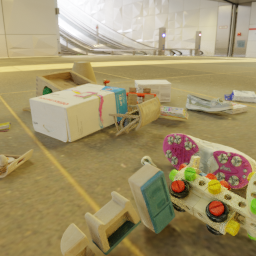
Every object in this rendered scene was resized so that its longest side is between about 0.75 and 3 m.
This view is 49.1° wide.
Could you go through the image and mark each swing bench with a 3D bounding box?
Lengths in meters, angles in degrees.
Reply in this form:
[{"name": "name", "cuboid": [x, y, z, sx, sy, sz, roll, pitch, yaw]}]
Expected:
[{"name": "swing bench", "cuboid": [0.327, -0.420, 9.846, 1.379, 0.894, 1.371, -14, 8, 38]}]

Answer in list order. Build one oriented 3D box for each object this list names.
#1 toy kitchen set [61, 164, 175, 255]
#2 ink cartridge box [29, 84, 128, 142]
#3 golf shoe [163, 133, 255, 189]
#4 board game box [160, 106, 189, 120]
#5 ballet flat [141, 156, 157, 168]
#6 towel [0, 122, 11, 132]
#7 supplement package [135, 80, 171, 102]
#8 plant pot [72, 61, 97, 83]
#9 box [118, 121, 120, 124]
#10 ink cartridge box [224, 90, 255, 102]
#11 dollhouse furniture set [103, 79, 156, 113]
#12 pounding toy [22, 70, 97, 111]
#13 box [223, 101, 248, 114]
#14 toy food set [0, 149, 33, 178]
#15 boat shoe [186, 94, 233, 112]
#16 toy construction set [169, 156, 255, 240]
[{"name": "toy kitchen set", "cuboid": [0.262, 1.772, 4.174, 1.978, 1.165, 1.585, -35, 34, -27]}, {"name": "ink cartridge box", "cuboid": [-1.777, -0.705, 10.512, 2.166, 1.269, 2.998, 14, 27, 37]}, {"name": "golf shoe", "cuboid": [2.050, 0.789, 7.158, 1.186, 0.976, 2.591, 3, 15, -43]}, {"name": "board game box", "cuboid": [1.707, -0.656, 11.441, 1.340, 0.229, 0.901, 10, -8, 28]}, {"name": "ballet flat", "cuboid": [0.508, 0.921, 7.393, 0.288, 0.288, 0.830, -7, 19, -21]}, {"name": "towel", "cuboid": [-5.041, -0.016, 10.488, 1.230, 0.140, 0.883, -6, 20, -17]}, {"name": "supplement package", "cuboid": [1.307, -2.019, 15.135, 1.781, 0.987, 1.387, -1, 19, -5]}, {"name": "plant pot", "cuboid": [-2.614, -2.833, 16.113, 1.805, 1.927, 1.805, -1, 18, 0]}, {"name": "box", "cuboid": [-0.135, -0.419, 11.614, 0.773, 0.195, 1.081, -5, 21, -15]}, {"name": "ink cartridge box", "cuboid": [6.203, -1.791, 15.503, 1.619, 0.329, 1.616, 5, 19, 15]}, {"name": "dollhouse furniture set", "cuboid": [0.083, -1.525, 12.840, 2.454, 1.278, 2.480, 3, 15, 1]}, {"name": "pounding toy", "cuboid": [-3.174, -1.427, 12.851, 2.287, 1.766, 2.484, 31, 35, 32]}, {"name": "box", "cuboid": [4.719, -0.978, 13.172, 1.038, 0.274, 1.332, -11, 22, -29]}, {"name": "toy food set", "cuboid": [-3.568, 0.794, 7.487, 1.637, 0.495, 1.175, 4, 19, 11]}, {"name": "boat shoe", "cuboid": [3.623, -1.126, 12.621, 0.826, 0.719, 2.242, -7, 13, -43]}, {"name": "toy construction set", "cuboid": [1.778, 1.149, 5.359, 1.670, 1.173, 2.546, -39, 29, -27]}]
